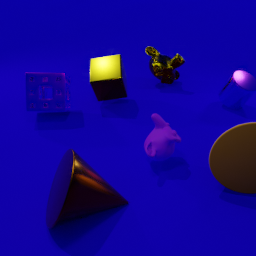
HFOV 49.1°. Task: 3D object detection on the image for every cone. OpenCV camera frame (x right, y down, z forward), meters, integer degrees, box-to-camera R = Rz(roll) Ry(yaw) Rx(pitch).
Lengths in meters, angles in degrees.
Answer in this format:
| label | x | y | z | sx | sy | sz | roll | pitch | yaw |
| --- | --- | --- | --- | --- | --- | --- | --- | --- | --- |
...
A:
| label | x | y | z | sx | sy | sz | roll | pitch | yaw |
| --- | --- | --- | --- | --- | --- | --- | --- | --- | --- |
| cone | -0.613 | 1.276 | 5.319 | 1.446 | 1.441 | 1.441 | 19 | 23 | -22 |
| cone | 2.545 | 0.282 | 6.110 | 1.613 | 1.613 | 1.619 | 5 | 27 | 9 |

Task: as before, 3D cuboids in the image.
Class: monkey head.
| label | x | y | z | sx | sy | sz | roll | pitch | yaw |
| --- | --- | --- | --- | --- | --- | --- | --- | --- | --- |
| monkey head | 1.534 | -2.473 | 10.943 | 1.389 | 1.931 | 1.164 | -37 | 29 | 28 |
| monkey head | 0.688 | 0.251 | 6.561 | 1.024 | 0.857 | 1.423 | 52 | 11 | 6 |

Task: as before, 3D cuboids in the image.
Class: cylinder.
| label | x | y | z | sx | sy | sz | roll | pitch | yaw |
| --- | --- | --- | --- | --- | --- | --- | --- | --- | --- |
| cylinder | 3.618 | -1.248 | 9.225 | 0.930 | 0.930 | 0.930 | 8 | 54 | -12 |

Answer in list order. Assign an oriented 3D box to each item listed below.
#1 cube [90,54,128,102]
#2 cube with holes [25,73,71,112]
| label | x | y | z | sx | sy | sz | roll | pitch | yaw |
| --- | --- | --- | --- | --- | --- | --- | --- | --- | --- |
| cube | -0.629 | -1.649 | 9.321 | 1.042 | 1.042 | 1.042 | -7 | 59 | 7 |
| cube with holes | -2.408 | -1.064 | 8.607 | 1.116 | 1.116 | 1.116 | 0 | 4 | -4 |
